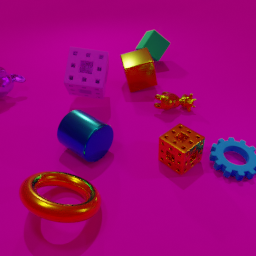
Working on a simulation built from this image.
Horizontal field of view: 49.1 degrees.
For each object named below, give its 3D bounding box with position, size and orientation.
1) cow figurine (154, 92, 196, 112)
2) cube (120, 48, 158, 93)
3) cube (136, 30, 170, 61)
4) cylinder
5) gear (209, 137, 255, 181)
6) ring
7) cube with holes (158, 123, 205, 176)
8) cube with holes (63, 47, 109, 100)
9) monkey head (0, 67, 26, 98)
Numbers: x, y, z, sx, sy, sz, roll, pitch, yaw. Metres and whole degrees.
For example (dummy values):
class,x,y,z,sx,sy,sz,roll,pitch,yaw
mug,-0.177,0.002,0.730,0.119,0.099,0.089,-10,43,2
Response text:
class,x,y,z,sx,sy,sz,roll,pitch,yaw
cow figurine,1.509,-0.824,8.846,1.109,0.619,1.127,15,21,29
cube,0.382,-2.051,9.917,1.017,1.017,1.017,-16,43,1
cube,0.996,-3.306,11.321,0.880,0.880,0.880,33,3,-20
cylinder,-1.097,0.194,7.255,1.062,1.062,1.062,28,46,30
gear,2.710,0.759,7.095,1.228,0.227,1.228,2,44,-2
ring,-1.376,1.381,5.822,1.691,0.338,1.691,16,13,-4
cube with holes,1.324,0.525,7.027,0.795,0.795,0.795,-31,47,-30
cube with holes,-1.263,-1.686,8.822,1.161,1.161,1.161,8,79,-2
monkey head,-4.448,-1.652,9.286,1.830,1.103,1.317,-21,61,-3
